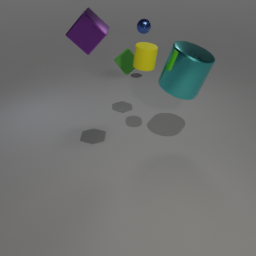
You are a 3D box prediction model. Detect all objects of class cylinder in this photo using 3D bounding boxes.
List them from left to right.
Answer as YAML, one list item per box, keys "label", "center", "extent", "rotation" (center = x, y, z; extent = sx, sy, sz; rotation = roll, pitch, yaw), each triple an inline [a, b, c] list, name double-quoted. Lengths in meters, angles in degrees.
- label: "cylinder"
  center: [0.539, -2.245, 8.806]
  extent: [0.700, 0.700, 0.700]
  rotation: [5, 34, -3]
- label: "cylinder"
  center: [1.862, -1.862, 9.055]
  extent: [1.400, 1.400, 1.400]
  rotation: [14, 37, -10]

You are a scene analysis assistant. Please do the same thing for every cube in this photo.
- label: "cube"
  center: [-0.955, -2.326, 6.729]
  extent: [0.700, 0.700, 0.700]
  rotation: [39, 26, -20]
- label: "cube"
  center: [-0.038, -2.525, 10.640]
  extent: [0.700, 0.700, 0.700]
  rotation: [-39, 18, 8]

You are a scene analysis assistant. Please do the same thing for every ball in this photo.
- label: "ball"
  center: [0.772, -4.954, 13.656]
  extent: [0.700, 0.700, 0.700]
  rotation: [0, 31, 0]
